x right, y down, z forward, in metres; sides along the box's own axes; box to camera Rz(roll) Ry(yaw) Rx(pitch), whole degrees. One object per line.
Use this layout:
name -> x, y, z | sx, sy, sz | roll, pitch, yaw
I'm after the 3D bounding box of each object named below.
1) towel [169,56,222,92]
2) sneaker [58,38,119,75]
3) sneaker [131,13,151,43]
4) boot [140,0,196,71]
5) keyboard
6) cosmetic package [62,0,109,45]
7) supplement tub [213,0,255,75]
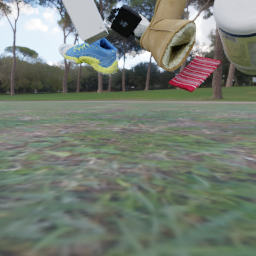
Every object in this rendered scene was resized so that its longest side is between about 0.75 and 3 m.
towel -> 1.902, -1.576, 8.016 | 1.317, 0.148, 0.952 | -44, 41, -11
sneaker -> -1.441, -3.006, 10.604 | 2.506, 1.316, 0.949 | 21, 43, 6
sneaker -> 0.911, -3.790, 11.587 | 0.960, 1.029, 2.597 | 28, 18, -42
boot -> 1.354, -2.987, 8.040 | 0.916, 2.427, 2.771 | 21, 18, -17
keyboard -> -0.164, -4.187, 10.647 | 1.182, 0.450, 2.271 | 29, -7, -13
cosmetic package -> -1.052, -2.653, 5.219 | 0.527, 2.083, 0.860 | -25, 10, 4
supplement tub -> 3.261, -2.563, 7.237 | 1.691, 1.691, 2.332 | 4, -17, 30
